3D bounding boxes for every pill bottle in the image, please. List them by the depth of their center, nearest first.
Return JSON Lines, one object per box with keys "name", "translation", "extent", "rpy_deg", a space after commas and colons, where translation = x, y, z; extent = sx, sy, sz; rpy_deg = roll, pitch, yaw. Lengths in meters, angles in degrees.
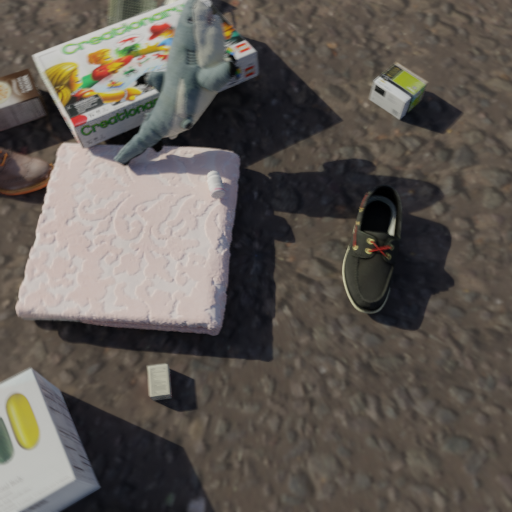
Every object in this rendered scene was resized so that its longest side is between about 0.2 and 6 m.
{"name": "pill bottle", "translation": [-0.807, -1.419, 11.156], "extent": [0.292, 0.292, 0.516], "rpy_deg": [-11, 62, -6]}

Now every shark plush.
{"name": "shark plush", "translation": [-1.695, -3.268, 11.131], "extent": [1.433, 3.441, 1.563], "rpy_deg": [35, 31, -17]}

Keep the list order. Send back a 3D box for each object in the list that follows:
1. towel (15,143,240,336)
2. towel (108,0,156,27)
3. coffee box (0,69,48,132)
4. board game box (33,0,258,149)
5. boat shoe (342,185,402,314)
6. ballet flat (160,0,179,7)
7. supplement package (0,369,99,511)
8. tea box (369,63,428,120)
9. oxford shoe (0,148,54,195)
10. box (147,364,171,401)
{"name": "towel", "translation": [-2.396, -0.470, 11.192], "extent": [3.902, 0.659, 4.086], "rpy_deg": [3, 62, 3]}
{"name": "towel", "translation": [-3.031, -5.738, 13.708], "extent": [1.160, 1.205, 0.208], "rpy_deg": [11, 20, -2]}
{"name": "coffee box", "translation": [-5.757, -3.449, 12.702], "extent": [1.714, 0.683, 0.980], "rpy_deg": [-23, 65, -11]}
{"name": "board game box", "translation": [-2.471, -4.291, 12.637], "extent": [4.304, 0.745, 2.717], "rpy_deg": [-27, 60, -14]}
{"name": "boat shoe", "translation": [2.288, -0.183, 10.924], "extent": [0.967, 0.828, 2.643], "rpy_deg": [12, 64, 3]}
{"name": "ballet flat", "translation": [-1.964, -6.380, 14.082], "extent": [0.746, 0.746, 2.041], "rpy_deg": [14, 68, 7]}
{"name": "supplement package", "translation": [-3.678, 3.122, 8.905], "extent": [1.449, 1.438, 1.909], "rpy_deg": [-27, 66, -13]}
{"name": "tea box", "translation": [3.278, -3.808, 12.929], "extent": [0.894, 0.607, 0.908], "rpy_deg": [-42, 70, -19]}
{"name": "oxford shoe", "translation": [-5.501, -1.898, 11.784], "extent": [2.465, 0.898, 0.879], "rpy_deg": [4, 63, 2]}
{"name": "box", "translation": [-1.722, 2.254, 9.991], "extent": [0.358, 0.305, 0.560], "rpy_deg": [-7, 63, -4]}
